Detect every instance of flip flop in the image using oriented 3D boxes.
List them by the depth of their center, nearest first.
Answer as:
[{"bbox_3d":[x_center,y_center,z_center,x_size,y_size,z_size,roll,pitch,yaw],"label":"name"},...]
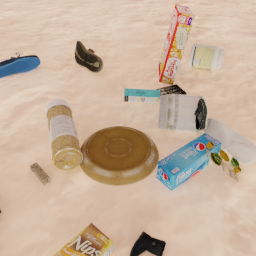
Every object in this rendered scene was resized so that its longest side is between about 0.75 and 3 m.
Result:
[{"bbox_3d":[-1.860,-3.443,13.612,0.725,1.021,2.517,-12,39,-41],"label":"flip flop"}]

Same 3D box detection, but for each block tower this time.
[{"bbox_3d":[-2.590,1.343,8.245,0.247,0.231,0.854,-32,48,-32],"label":"block tower"}]

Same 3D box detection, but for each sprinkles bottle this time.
[{"bbox_3d":[-2.139,0.128,9.175,0.924,0.924,2.708,-11,40,-13],"label":"sprinkles bottle"}]

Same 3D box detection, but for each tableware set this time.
[{"bbox_3d":[2.835,0.890,8.230,1.398,0.215,0.942,36,36,-15],"label":"tableware set"}]

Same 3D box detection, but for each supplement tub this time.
[{"bbox_3d":[3.729,-3.392,13.354,1.491,1.081,1.081,12,41,15],"label":"supplement tub"}]

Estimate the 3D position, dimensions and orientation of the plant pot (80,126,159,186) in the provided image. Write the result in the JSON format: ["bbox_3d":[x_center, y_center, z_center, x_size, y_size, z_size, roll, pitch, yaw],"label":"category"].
[{"bbox_3d":[-0.303,0.711,8.930,2.592,0.356,2.592,0,39,0],"label":"plant pot"}]

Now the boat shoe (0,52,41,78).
[{"bbox_3d":[-5.290,-3.051,13.027,2.297,0.966,0.788,-18,53,-24],"label":"boat shoe"}]

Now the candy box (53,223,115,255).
[{"bbox_3d":[-1.058,2.879,6.233,0.803,0.385,1.390,30,48,33],"label":"candy box"}]

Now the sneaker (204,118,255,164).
[{"bbox_3d":[3.420,0.422,9.098,0.971,0.826,2.195,-1,33,-33],"label":"sneaker"}]

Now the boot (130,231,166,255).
[{"bbox_3d":[0.468,2.787,6.421,0.639,0.291,0.761,18,36,26],"label":"boot"}]

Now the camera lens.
[{"bbox_3d":[1.870,-0.523,9.695,1.581,1.265,1.265,5,39,5],"label":"camera lens"}]

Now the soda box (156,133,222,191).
[{"bbox_3d":[1.832,0.958,8.333,2.073,0.703,0.665,-26,46,-28],"label":"soda box"}]

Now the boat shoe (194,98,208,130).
[{"bbox_3d":[2.192,-0.400,8.564,0.354,1.069,0.399,-18,37,-14],"label":"boat shoe"}]

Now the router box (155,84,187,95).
[{"bbox_3d":[1.760,-1.429,11.599,1.066,0.272,0.795,-16,42,-18],"label":"router box"}]

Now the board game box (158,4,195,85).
[{"bbox_3d":[1.989,-3.579,11.953,0.661,2.855,2.163,13,31,-3],"label":"board game box"}]

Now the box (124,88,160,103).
[{"bbox_3d":[0.502,-1.176,10.256,1.289,0.530,0.317,3,71,0],"label":"box"}]
